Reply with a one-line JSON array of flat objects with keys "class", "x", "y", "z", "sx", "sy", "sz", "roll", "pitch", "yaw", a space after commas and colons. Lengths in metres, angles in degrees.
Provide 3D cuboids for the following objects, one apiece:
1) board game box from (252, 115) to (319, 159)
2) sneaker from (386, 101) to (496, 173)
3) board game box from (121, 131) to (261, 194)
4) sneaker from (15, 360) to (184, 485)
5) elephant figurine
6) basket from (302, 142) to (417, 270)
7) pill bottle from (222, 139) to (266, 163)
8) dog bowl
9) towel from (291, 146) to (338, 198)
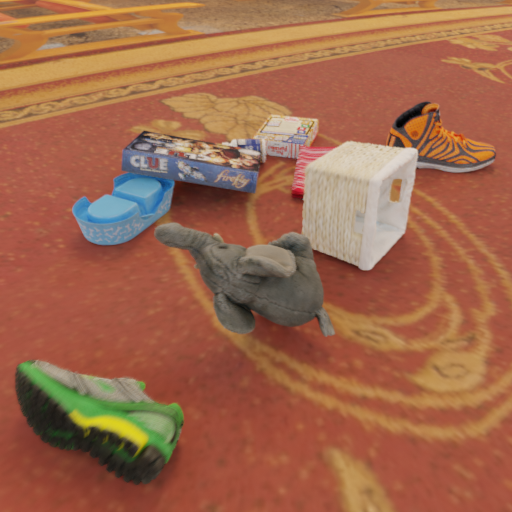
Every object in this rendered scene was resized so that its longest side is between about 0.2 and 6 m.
[{"class": "board game box", "x": 0.872, "y": -3.490, "z": 16.249, "sx": 1.534, "sy": 0.469, "sz": 2.025, "roll": 10, "pitch": 36, "yaw": 14}, {"class": "sneaker", "x": 4.950, "y": -3.144, "z": 14.714, "sx": 2.907, "sy": 1.629, "sz": 1.128, "roll": 0, "pitch": 34, "yaw": 0}, {"class": "board game box", "x": -1.481, "y": -2.348, "z": 13.770, "sx": 3.148, "sy": 0.545, "sz": 2.133, "roll": 9, "pitch": 24, "yaw": -2}, {"class": "sneaker", "x": -2.222, "y": 2.125, "z": 7.768, "sx": 2.624, "sy": 1.024, "sz": 1.118, "roll": 22, "pitch": 32, "yaw": 15}, {"class": "elephant figurine", "x": -0.163, "y": 0.392, "z": 8.930, "sx": 1.904, "sy": 1.737, "sz": 2.455, "roll": -4, "pitch": -8, "yaw": 41}, {"class": "basket", "x": 2.111, "y": -1.143, "z": 11.461, "sx": 1.625, "sy": 2.003, "sz": 2.021, "roll": 21, "pitch": 37, "yaw": 30}, {"class": "pill bottle", "x": -0.336, "y": -2.823, "z": 15.128, "sx": 1.159, "sy": 0.643, "sz": 0.643, "roll": -2, "pitch": 34, "yaw": -3}, {"class": "dog bowl", "x": -2.902, "y": -1.096, "z": 12.577, "sx": 1.470, "sy": 0.654, "sz": 2.638, "roll": 16, "pitch": 36, "yaw": 22}, {"class": "towel", "x": 1.817, "y": -2.154, "z": 14.181, "sx": 1.679, "sy": 0.261, "sz": 2.322, "roll": 3, "pitch": 41, "yaw": 9}]
